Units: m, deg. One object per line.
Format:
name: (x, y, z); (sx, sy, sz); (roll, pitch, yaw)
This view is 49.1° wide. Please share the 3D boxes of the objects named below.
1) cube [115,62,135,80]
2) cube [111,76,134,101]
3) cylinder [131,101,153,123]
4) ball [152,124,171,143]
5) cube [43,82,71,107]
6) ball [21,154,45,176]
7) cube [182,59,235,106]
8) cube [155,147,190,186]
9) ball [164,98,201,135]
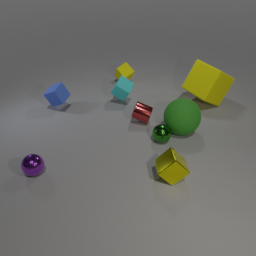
cube: (-0.194, -2.922, 14.941); (0.700, 0.700, 0.700); (-39, 84, -22)
cube: (-0.250, -1.796, 12.702); (0.700, 0.700, 0.700); (32, 55, -10)
cylinder: (0.572, -0.632, 11.340); (0.700, 0.700, 0.700); (23, 34, 1)
ball: (1.238, 0.203, 10.262); (0.700, 0.700, 0.700); (0, 32, 0)
cube: (-3.080, -1.456, 12.176); (0.700, 0.700, 0.700); (-10, 37, 33)
ball: (-2.973, 1.153, 8.748); (0.700, 0.700, 0.700); (0, 32, 0)
cube: (3.574, -2.003, 12.516); (1.400, 1.400, 1.400); (10, 25, -46)
cube: (1.323, 1.156, 8.454); (0.700, 0.700, 0.700); (-41, 26, 19)
ball: (2.050, -0.424, 10.595); (1.400, 1.400, 1.400); (0, 32, 0)
